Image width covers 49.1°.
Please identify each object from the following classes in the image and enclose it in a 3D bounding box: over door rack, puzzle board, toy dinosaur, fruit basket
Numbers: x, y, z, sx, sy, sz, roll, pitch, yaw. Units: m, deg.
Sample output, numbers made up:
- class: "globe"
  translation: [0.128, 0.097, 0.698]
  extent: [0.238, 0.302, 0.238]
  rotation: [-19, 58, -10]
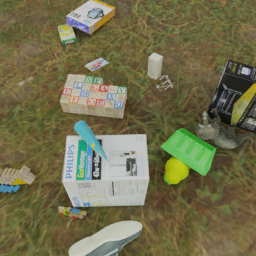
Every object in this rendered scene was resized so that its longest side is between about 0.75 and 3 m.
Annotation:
- class: "over door rack"
  translation: [1.543, -2.084, 12.796]
  extent: [0.907, 0.302, 0.670]
  rotation: [-7, 58, -28]
- class: "puzzle board"
  translation: [-1.308, -2.655, 11.631]
  extent: [0.842, 0.073, 0.634]
  rotation: [-31, 48, -21]
- class: "toy dinosaur"
  translation: [3.650, 0.230, 11.036]
  extent: [2.955, 1.137, 1.511]
  rotation: [33, 47, -20]
- class: "fruit basket"
  translation: [2.094, 1.219, 10.522]
  extent: [2.042, 1.473, 2.042]
  rotation: [3, 97, 25]

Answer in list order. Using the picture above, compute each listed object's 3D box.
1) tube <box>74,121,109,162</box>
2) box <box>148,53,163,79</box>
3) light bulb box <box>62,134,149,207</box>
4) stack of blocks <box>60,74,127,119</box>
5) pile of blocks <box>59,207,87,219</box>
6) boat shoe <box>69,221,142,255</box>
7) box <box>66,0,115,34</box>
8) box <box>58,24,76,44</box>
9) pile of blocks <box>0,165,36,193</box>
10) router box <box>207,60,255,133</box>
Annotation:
- class: "tube"
  translation: [-1.058, 0.386, 8.270]
  extent: [0.402, 0.618, 1.595]
  rotation: [-43, 53, -2]
- class: "box"
  translation: [0.941, -2.158, 9.791]
  extent: [0.400, 0.843, 0.328]
  rotation: [32, 60, 19]
- class: "light bulb box"
  translation: [-0.680, 1.514, 9.411]
  extent: [2.553, 2.530, 1.593]
  rotation: [-1, 57, -2]
- class: "stack of blocks"
  translation: [-1.411, -1.382, 12.142]
  extent: [2.654, 0.777, 1.528]
  rotation: [7, 60, 4]
- class: "pile of blocks"
  translation: [-1.965, 2.991, 9.785]
  extent: [0.995, 0.408, 0.309]
  rotation: [8, 60, 4]
- class: "boat shoe"
  translation: [-0.648, 3.845, 9.228]
  extent: [2.509, 0.914, 0.775]
  rotation: [-18, 104, -18]
- class: "box"
  translation: [-2.017, -5.866, 14.781]
  extent: [1.542, 0.537, 2.590]
  rotation: [29, 58, 16]
- class: "box"
  translation: [-3.183, -4.930, 14.527]
  extent: [0.738, 0.304, 1.257]
  rotation: [-15, 62, -9]
- class: "pile of blocks"
  translation: [-4.672, 1.906, 10.356]
  extent: [2.462, 1.011, 0.765]
  rotation: [1, 16, -10]
- class: "router box"
  translation: [4.463, -1.098, 10.769]
  extent: [2.241, 2.850, 0.744]
  rotation: [20, 62, 12]
